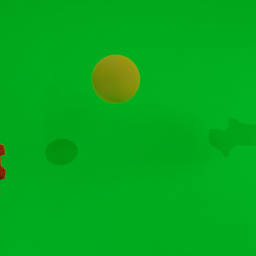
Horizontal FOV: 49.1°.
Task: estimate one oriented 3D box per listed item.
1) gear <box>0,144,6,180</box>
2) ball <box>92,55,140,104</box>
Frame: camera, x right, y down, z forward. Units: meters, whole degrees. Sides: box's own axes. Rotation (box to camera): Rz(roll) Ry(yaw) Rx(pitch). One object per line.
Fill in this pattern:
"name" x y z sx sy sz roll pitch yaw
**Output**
"gear" -2.533 0.349 4.297 0.336 1.817 1.817 -14 59 4
"ball" -0.181 -0.723 4.182 0.712 0.712 0.712 0 59 0
